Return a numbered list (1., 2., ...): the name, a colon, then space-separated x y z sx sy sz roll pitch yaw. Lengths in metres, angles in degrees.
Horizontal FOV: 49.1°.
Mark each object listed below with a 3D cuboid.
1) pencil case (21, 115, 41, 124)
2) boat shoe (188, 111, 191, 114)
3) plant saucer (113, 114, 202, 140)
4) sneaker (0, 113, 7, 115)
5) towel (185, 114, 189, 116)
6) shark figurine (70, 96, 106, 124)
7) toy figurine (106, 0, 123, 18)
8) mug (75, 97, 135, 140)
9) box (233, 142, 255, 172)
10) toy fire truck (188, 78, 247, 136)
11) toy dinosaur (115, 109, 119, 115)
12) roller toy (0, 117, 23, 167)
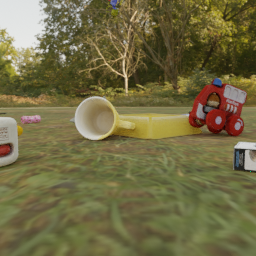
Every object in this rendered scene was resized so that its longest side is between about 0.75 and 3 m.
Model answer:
1. pencil case: -4.603 -0.408 13.284 0.382 0.365 0.883 9 11 38
2. boat shoe: 5.320 -1.164 18.396 2.693 0.893 1.007 2 6 18
3. plant saucer: 0.716 -0.133 9.183 2.517 0.610 2.516 -5 8 -41
4. sneaker: -6.420 -0.428 11.937 1.135 0.654 2.177 -3 0 26
5. towel: 3.671 -0.598 15.786 1.816 0.294 2.473 -5 5 -27
6. shark figurine: -1.133 -0.734 12.161 1.895 1.323 3.171 2 7 6
7. toy figurine: -0.459 -3.873 8.602 0.465 0.882 0.528 30 28 3
8. mug: -0.656 -0.130 7.953 1.439 1.152 1.181 44 5 10
9. box: 2.247 0.459 4.225 1.183 0.356 0.690 3 6 26
10. toy fire truck: 2.773 -0.647 8.538 1.835 1.541 1.029 15 -2 -26
11. toy dinosaur: -1.221 -0.875 17.062 1.530 0.657 1.037 -7 14 -14
12. roller toy: -2.388 0.182 4.608 1.197 0.837 1.092 -2 6 -16
